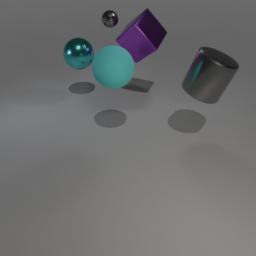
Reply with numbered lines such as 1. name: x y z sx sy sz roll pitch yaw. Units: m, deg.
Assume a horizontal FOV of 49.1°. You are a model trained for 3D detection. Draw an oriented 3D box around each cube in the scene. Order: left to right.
1. cube: 0.602 -4.014 12.280 1.400 1.400 1.400 -20 33 48

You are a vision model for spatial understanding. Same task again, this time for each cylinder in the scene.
1. cylinder: 2.711 -1.756 9.348 1.400 1.400 1.400 16 35 -12

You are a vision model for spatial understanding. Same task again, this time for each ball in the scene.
1. ball: -2.212 -3.338 12.614 1.400 1.400 1.400 0 32 0
2. ball: -0.755 -4.576 11.769 0.700 0.700 0.700 0 32 0
3. ball: -0.492 -2.005 9.275 1.400 1.400 1.400 0 32 0
